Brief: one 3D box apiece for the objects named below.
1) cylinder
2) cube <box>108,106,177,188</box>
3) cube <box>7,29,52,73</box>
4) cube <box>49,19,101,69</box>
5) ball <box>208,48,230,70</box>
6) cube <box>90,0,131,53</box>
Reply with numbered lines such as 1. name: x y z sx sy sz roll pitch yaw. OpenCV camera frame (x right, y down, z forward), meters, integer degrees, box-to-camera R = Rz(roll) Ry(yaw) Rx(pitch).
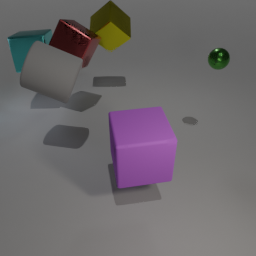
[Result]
1. cylinder: -2.209 -1.609 8.172 1.400 1.400 1.400 21 29 -12
2. cube: 0.307 0.463 7.050 1.400 1.400 1.400 -6 39 -7
3. cube: -3.848 -3.179 11.485 1.400 1.400 1.400 -4 28 1
4. cube: -2.114 -3.288 11.057 1.400 1.400 1.400 32 22 -2
5. ball: 2.980 -2.269 9.193 0.700 0.700 0.700 0 31 0
6. cube: -0.826 -4.723 13.149 1.400 1.400 1.400 -24 55 36
